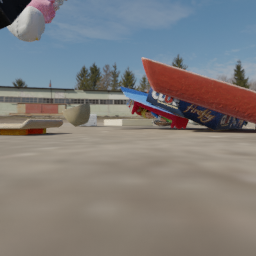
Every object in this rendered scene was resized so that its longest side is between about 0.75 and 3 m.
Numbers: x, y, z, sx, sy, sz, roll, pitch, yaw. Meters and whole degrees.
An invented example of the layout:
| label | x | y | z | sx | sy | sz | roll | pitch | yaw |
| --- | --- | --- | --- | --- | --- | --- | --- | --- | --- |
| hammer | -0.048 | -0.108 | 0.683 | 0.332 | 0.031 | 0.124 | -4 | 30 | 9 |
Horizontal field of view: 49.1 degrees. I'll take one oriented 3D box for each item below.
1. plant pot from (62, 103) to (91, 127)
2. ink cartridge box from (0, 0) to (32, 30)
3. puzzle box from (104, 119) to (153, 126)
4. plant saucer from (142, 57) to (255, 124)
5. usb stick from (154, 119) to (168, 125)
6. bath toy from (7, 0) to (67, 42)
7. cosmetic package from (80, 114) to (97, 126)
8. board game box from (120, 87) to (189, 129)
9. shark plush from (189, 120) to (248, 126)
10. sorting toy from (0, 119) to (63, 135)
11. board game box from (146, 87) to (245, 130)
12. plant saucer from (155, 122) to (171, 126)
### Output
| label | x | y | z | sx | sy | sz | roll | pitch | yaw |
| --- | --- | --- | --- | --- | --- | --- | --- | --- | --- |
| plant pot | -1.749 | -0.437 | 9.949 | 1.007 | 0.676 | 1.007 | -18 | 6 | 2 |
| ink cartridge box | -2.351 | -3.218 | 5.599 | 0.512 | 2.759 | 1.306 | -13 | -47 | 20 |
| puzzle box | -0.046 | -0.266 | 13.346 | 1.572 | 0.300 | 2.363 | -1 | 2 | -25 |
| plant saucer | 1.504 | -0.589 | 4.735 | 2.435 | 0.447 | 2.430 | 20 | 14 | 9 |
| usb stick | 1.609 | -0.264 | 13.177 | 0.522 | 0.307 | 1.883 | 0 | 1 | -4 |
| bath toy | -2.553 | -3.302 | 7.782 | 1.075 | 1.264 | 2.907 | 13 | 45 | -3 |
| cosmetic package | -1.769 | -0.321 | 11.390 | 0.693 | 0.505 | 1.363 | -1 | 0 | -23 |
| board game box | 0.742 | -0.353 | 6.604 | 2.006 | 0.494 | 2.539 | 17 | 13 | -10 |
| shark plush | 3.572 | -0.423 | 10.862 | 2.388 | 1.085 | 0.995 | -6 | -27 | -25 |
| sorting toy | -1.486 | 0.010 | 3.688 | 0.986 | 0.180 | 0.913 | -4 | 0 | 14 |
| board game box | 1.594 | -0.425 | 6.096 | 1.516 | 0.387 | 2.238 | 27 | 15 | 29 |
| plant saucer | 1.674 | -0.163 | 11.681 | 1.068 | 0.171 | 1.068 | 0 | 2 | 0 |
